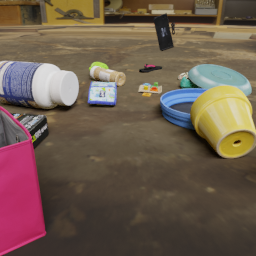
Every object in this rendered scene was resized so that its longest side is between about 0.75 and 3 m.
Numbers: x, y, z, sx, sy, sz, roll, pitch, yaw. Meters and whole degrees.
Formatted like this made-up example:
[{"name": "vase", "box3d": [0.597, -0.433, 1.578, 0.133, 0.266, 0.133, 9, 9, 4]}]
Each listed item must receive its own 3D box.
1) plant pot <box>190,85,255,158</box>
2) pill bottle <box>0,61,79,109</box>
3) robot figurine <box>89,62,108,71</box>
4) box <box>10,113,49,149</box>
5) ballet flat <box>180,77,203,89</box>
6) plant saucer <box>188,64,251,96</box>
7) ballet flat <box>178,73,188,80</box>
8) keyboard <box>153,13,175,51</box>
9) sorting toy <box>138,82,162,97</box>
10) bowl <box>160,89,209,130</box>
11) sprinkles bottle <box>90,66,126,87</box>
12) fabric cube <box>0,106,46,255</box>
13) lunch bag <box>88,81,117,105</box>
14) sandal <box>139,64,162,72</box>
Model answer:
[{"name": "plant pot", "box3d": [2.420, -0.062, 6.872, 1.482, 1.482, 1.395, -2, 41, -5]}, {"name": "pill bottle", "box3d": [-3.160, -1.465, 9.626, 2.729, 1.514, 1.514, 9, 26, 20]}, {"name": "robot figurine", "box3d": [-1.419, -2.897, 13.809, 0.985, 0.649, 1.122, -19, 31, -36]}, {"name": "box", "box3d": [-3.698, 0.352, 6.760, 2.616, 0.643, 2.708, 2, 25, 9]}, {"name": "ballet flat", "box3d": [3.064, -1.906, 11.684, 1.736, 0.611, 0.584, 6, 25, 12]}, {"name": "plant saucer", "box3d": [3.855, -2.087, 11.692, 2.687, 0.368, 2.687, 7, 33, -5]}, {"name": "ballet flat", "box3d": [2.753, -2.469, 13.290, 0.881, 0.296, 0.300, -13, 27, -26]}, {"name": "keyboard", "box3d": [1.048, -2.628, 7.620, 0.565, 0.940, 0.121, -12, 1, 31]}, {"name": "sorting toy", "box3d": [0.917, -1.668, 11.619, 0.953, 0.231, 1.692, 2, 25, 5]}, {"name": "bowl", "box3d": [2.379, -0.641, 9.021, 2.706, 0.531, 2.706, 0, 24, 0]}, {"name": "sprinkles bottle", "box3d": [-0.933, -2.345, 12.634, 0.623, 0.623, 1.826, -22, 33, -39]}, {"name": "fabric cube", "box3d": [-2.447, 0.858, 4.310, 1.750, 1.744, 1.716, -17, 29, -33]}, {"name": "lunch bag", "box3d": [-0.899, -1.191, 10.075, 0.982, 0.736, 1.155, 2, 36, 0]}, {"name": "sandal", "box3d": [1.196, -3.259, 14.933, 1.596, 0.360, 0.599, -21, 32, -38]}]
